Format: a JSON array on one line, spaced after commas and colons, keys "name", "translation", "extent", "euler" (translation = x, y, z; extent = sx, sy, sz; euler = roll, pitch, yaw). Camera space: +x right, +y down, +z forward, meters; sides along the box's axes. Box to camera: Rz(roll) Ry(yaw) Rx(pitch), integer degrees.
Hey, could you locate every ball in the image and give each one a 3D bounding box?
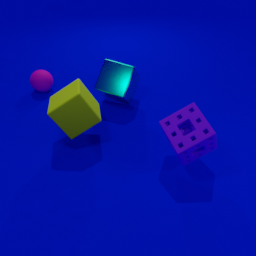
[{"name": "ball", "translation": [-2.881, -1.563, 9.345], "extent": [0.742, 0.742, 0.742], "euler": [0, 41, 0]}]

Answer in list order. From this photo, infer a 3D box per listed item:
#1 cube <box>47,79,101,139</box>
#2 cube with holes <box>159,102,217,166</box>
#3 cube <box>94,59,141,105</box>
[{"name": "cube", "translation": [-1.351, -0.489, 7.135], "extent": [0.947, 0.947, 0.947], "euler": [-31, 32, 9]}, {"name": "cube with holes", "translation": [1.403, 0.168, 6.496], "extent": [0.908, 0.908, 0.908], "euler": [-29, 60, 4]}, {"name": "cube", "translation": [-0.301, -1.390, 8.599], "extent": [0.983, 0.983, 0.983], "euler": [19, 87, 15]}]
